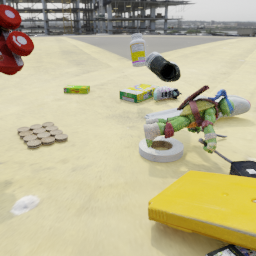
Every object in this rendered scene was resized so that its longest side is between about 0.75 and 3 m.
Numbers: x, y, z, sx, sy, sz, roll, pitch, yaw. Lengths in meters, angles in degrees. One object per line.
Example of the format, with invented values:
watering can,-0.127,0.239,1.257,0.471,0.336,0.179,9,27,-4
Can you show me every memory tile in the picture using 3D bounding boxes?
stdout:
memory tile,-2.637,0.191,8.547,1.217,0.133,1.588,-14,27,-30

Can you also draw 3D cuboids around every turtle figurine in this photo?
turtle figurine,1.653,0.220,7.257,2.270,2.341,1.685,-10,45,11

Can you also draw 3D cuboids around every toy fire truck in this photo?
toy fire truck,-3.247,-2.072,6.522,1.035,1.846,1.550,-34,-10,37

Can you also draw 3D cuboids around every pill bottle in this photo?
pill bottle,0.427,-3.162,11.426,0.657,1.260,0.657,-7,2,0

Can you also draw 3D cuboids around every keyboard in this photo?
keyboard,2.025,-0.561,10.394,2.928,0.156,0.824,-14,31,-29

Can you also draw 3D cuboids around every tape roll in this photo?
tape roll,0.893,0.552,7.552,1.215,0.222,1.215,1,22,0

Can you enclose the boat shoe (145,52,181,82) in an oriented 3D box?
boat shoe,1.215,-1.736,8.692,0.587,0.712,2.074,46,19,26

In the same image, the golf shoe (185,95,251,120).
golf shoe,3.121,-0.588,9.746,2.333,0.879,1.068,0,38,4

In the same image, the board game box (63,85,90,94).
board game box,-2.405,-1.825,13.205,1.130,0.269,0.574,2,23,5

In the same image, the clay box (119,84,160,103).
clay box,0.557,-1.583,12.420,1.009,0.418,1.757,18,28,36

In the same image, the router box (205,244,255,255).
router box,2.012,2.123,3.475,1.306,0.447,1.751,-10,25,-22

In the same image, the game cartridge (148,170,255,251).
game cartridge,1.695,1.319,4.916,2.212,0.359,1.950,1,13,39

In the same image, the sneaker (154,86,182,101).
sneaker,1.780,-1.475,11.968,1.031,0.573,1.473,12,26,28

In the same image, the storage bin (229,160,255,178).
storage bin,2.628,1.086,6.036,0.592,0.410,0.875,-2,22,-5
